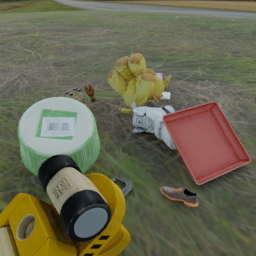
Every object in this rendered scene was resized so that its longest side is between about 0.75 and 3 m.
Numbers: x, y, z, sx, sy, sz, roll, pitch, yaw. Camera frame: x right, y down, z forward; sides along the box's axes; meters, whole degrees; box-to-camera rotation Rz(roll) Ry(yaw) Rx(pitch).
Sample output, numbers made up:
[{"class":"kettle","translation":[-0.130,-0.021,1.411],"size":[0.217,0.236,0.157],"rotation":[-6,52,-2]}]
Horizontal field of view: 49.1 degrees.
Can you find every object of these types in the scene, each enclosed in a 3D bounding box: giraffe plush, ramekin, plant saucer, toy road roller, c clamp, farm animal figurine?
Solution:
[{"class":"giraffe plush","translation":[0.698,-1.733,11.355],"size":[2.144,2.485,2.015],"rotation":[-6,11,45]},{"class":"ramekin","translation":[-1.922,0.207,7.849],"size":[2.282,1.114,2.282],"rotation":[3,54,-5]},{"class":"plant saucer","translation":[2.233,0.392,8.193],"size":[2.154,0.395,2.150],"rotation":[-16,70,-26]},{"class":"toy road roller","translation":[-1.176,2.061,5.253],"size":[2.717,1.983,1.670],"rotation":[-47,42,-5]},{"class":"c clamp","translation":[-0.465,1.576,7.250],"size":[0.959,0.152,1.122],"rotation":[21,35,33]},{"class":"farm animal figurine","translation":[-2.104,-0.830,10.970],"size":[1.601,0.997,1.983],"rotation":[-6,26,30]}]

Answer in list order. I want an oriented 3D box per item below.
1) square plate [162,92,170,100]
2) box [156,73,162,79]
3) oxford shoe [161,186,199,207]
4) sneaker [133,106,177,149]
[{"class":"square plate","translation":[1.563,-1.528,12.986],"size":[0.784,0.111,0.776],"rotation":[5,30,9]},{"class":"box","translation":[1.193,-2.458,14.450],"size":[1.136,0.325,1.660],"rotation":[3,29,5]},{"class":"oxford shoe","translation":[1.287,1.604,6.975],"size":[0.991,0.361,0.353],"rotation":[15,32,25]},{"class":"sneaker","translation":[0.903,-0.038,9.411],"size":[1.490,0.974,2.592],"rotation":[0,23,1]}]
